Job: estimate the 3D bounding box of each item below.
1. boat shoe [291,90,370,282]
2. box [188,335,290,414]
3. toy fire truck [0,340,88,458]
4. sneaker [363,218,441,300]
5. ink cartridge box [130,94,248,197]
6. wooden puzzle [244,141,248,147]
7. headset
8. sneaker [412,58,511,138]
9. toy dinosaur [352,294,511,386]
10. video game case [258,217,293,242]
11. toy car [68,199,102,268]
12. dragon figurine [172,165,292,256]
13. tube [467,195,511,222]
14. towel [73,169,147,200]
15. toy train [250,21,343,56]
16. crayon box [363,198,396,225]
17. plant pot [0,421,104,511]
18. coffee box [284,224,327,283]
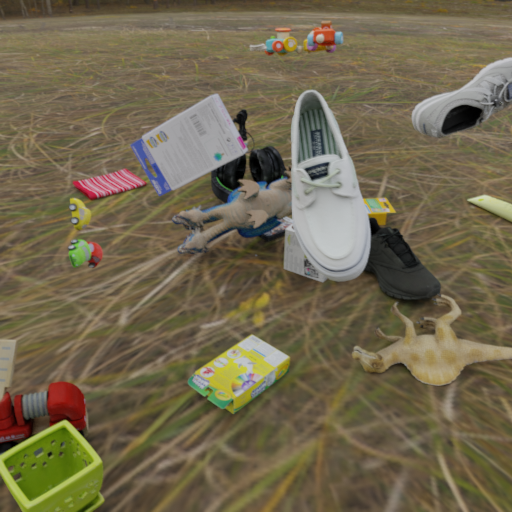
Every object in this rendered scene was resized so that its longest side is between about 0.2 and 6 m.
[{"bbox_3d":[0.927,-1.110,8.342,1.107,1.005,3.011,-16,62,9],"label":"boat shoe"},{"bbox_3d":[-0.255,1.790,8.397,0.839,0.346,1.430,26,37,36],"label":"box"},{"bbox_3d":[-2.894,1.836,7.260,1.223,1.390,0.894,-8,32,-13],"label":"toy fire truck"},{"bbox_3d":[2.602,0.032,10.711,0.870,1.039,2.290,-16,35,-28],"label":"sneaker"},{"bbox_3d":[-1.055,-1.674,8.645,1.633,0.974,0.343,-24,15,23],"label":"ink cartridge box"},{"bbox_3d":[-0.849,-3.382,17.435,1.044,0.124,1.760,5,31,8],"label":"wooden puzzle"},{"bbox_3d":[-0.223,-2.500,14.593,1.940,1.476,3.141,-2,42,-5],"label":"headset"},{"bbox_3d":[3.086,-2.044,7.615,1.787,0.668,0.733,-28,34,10],"label":"sneaker"},{"bbox_3d":[2.934,1.412,8.871,2.835,0.825,1.434,-4,45,8],"label":"toy dinosaur"},{"bbox_3d":[0.341,-0.695,12.837,1.022,0.130,0.924,-25,39,-35],"label":"video game case"},{"bbox_3d":[-2.549,-0.179,8.324,0.266,1.192,1.121,-11,28,-2],"label":"toy car"},{"bbox_3d":[0.104,-1.041,11.795,3.843,1.131,1.911,-20,2,-28],"label":"dragon figurine"},{"bbox_3d":[5.798,-1.179,13.476,0.422,0.378,1.456,29,9,-32],"label":"tube"},{"bbox_3d":[-3.899,-1.916,14.880,1.628,0.183,1.177,-21,37,-32],"label":"towel"},{"bbox_3d":[1.064,-5.274,13.470,2.296,0.639,1.725,5,13,24],"label":"toy train"},{"bbox_3d":[2.515,-1.030,13.202,1.319,0.340,0.829,-3,31,-4],"label":"crayon box"},{"bbox_3d":[-2.328,2.630,6.467,0.909,0.829,0.914,-26,39,-35],"label":"plant pot"},{"bbox_3d":[1.170,-0.198,11.183,0.926,0.937,0.935,18,35,28],"label":"coffee box"}]
